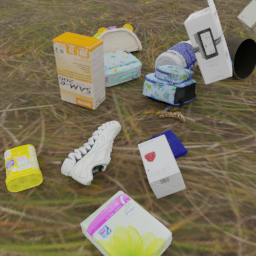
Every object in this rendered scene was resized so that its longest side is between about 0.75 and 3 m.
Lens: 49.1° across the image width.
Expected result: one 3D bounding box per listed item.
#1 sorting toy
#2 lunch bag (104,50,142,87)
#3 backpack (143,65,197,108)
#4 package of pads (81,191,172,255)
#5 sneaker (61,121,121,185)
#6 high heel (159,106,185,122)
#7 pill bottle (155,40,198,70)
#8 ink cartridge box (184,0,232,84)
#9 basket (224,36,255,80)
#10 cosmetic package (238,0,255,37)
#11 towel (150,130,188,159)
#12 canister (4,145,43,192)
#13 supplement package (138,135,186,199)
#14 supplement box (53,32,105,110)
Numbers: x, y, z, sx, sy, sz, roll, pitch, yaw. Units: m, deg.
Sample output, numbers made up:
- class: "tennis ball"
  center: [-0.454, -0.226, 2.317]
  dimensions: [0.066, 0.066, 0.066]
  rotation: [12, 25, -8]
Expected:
- class: "sorting toy"
  center: [-0.971, -4.840, 15.283]
  dimensions: [2.716, 1.451, 2.445]
  rotation: [-14, 25, -15]
- class: "lunch bag"
  center: [-0.530, -2.814, 13.086]
  dimensions: [2.259, 0.871, 1.811]
  rotation: [-24, 47, -24]
- class: "backpack"
  center: [1.670, -1.820, 11.468]
  dimensions: [1.939, 1.425, 1.774]
  rotation: [18, 26, 31]
- class: "package of pads"
  center: [-0.023, 2.678, 7.162]
  dimensions: [1.932, 0.659, 1.493]
  rotation: [34, 54, 31]
- class: "sneaker"
  center: [-0.943, 0.785, 9.171]
  dimensions: [1.085, 1.006, 2.677]
  rotation: [33, 51, 12]
- class: "high heel"
  center: [1.713, -0.395, 10.912]
  dimensions: [0.683, 0.342, 0.957]
  rotation: [-38, 62, -11]
- class: "pill bottle"
  center: [2.484, -3.205, 13.102]
  dimensions: [1.424, 1.424, 2.379]
  rotation: [29, 50, 28]
- class: "ink cartridge box"
  center: [2.799, -3.231, 9.893]
  dimensions: [0.976, 2.877, 1.669]
  rotation: [-15, 23, 26]
- class: "basket"
  center: [4.786, -3.578, 13.366]
  dimensions: [1.506, 1.997, 2.215]
  rotation: [-34, 41, -9]
- class: "cosmetic package"
  center: [3.730, -3.132, 8.143]
  dimensions: [1.212, 0.626, 0.529]
  rotation: [0, 48, -54]
- class: "towel"
  center: [1.416, 0.625, 9.747]
  dimensions: [0.873, 0.293, 1.182]
  rotation: [-22, 46, -13]
- class: "canister"
  center: [-3.327, 1.219, 8.830]
  dimensions: [1.026, 0.598, 1.382]
  rotation: [-15, 43, -16]
- class: "supplement package"
  center: [0.995, 1.144, 8.496]
  dimensions: [0.931, 0.920, 1.536]
  rotation: [-22, 43, 5]
- class: "supplement box"
  center: [-1.866, -2.224, 11.092]
  dimensions: [1.675, 2.658, 0.977]
  rotation: [17, 41, 19]
